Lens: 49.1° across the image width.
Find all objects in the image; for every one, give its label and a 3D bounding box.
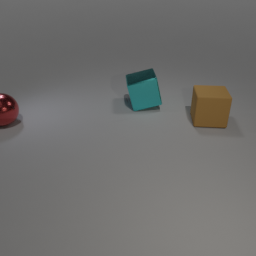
[{"bbox_3d":[3.544,-0.955,12.145,1.400,1.400,1.400,3,29,4],"label":"cube"},{"bbox_3d":[-5.358,-0.774,11.852,1.400,1.400,1.400,0,30,0],"label":"ball"},{"bbox_3d":[0.741,-1.848,13.432,1.400,1.400,1.400,-14,30,4],"label":"cube"}]
